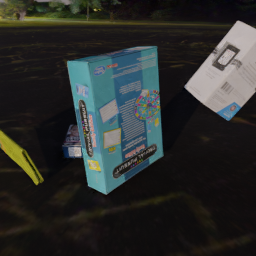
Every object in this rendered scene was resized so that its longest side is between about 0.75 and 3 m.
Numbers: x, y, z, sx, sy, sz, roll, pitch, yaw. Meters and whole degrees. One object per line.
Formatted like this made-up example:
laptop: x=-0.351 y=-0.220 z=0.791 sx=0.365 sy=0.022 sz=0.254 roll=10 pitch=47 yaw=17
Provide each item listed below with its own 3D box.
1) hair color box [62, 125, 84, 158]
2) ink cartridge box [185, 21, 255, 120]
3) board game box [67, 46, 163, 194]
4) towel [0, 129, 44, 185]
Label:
hair color box: x=-1.233 y=0.300 z=6.933 sx=0.572 sy=0.346 sz=1.144 roll=-1 pitch=25 yaw=-2
ink cartridge box: x=3.178 y=-1.754 z=7.931 sx=1.638 sy=2.828 sz=0.943 roll=23 pitch=22 yaw=-42
board game box: x=-0.112 y=-0.239 z=5.549 sx=0.575 sy=2.451 sz=1.851 roll=14 pitch=28 yaw=40
towel: x=-2.613 y=0.335 z=5.917 sx=2.291 sy=0.986 sz=0.207 roll=28 pitch=57 yaw=36
